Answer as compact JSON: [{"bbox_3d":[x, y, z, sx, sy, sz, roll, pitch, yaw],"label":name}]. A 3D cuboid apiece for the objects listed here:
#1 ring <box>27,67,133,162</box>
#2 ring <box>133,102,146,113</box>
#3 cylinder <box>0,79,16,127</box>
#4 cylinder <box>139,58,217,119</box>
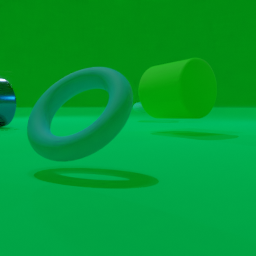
[{"bbox_3d":[-0.459,-0.164,2.609,1.070,1.070,0.214,2,-36,29],"label":"ring"},{"bbox_3d":[1.003,-0.848,10.983,1.623,0.325,1.623,-4,10,1],"label":"ring"},{"bbox_3d":[-3.919,-0.665,7.355,1.352,1.352,1.352,3,5,33],"label":"cylinder"},{"bbox_3d":[1.091,-0.830,6.220,1.247,1.247,1.247,-4,4,-38],"label":"cylinder"}]
